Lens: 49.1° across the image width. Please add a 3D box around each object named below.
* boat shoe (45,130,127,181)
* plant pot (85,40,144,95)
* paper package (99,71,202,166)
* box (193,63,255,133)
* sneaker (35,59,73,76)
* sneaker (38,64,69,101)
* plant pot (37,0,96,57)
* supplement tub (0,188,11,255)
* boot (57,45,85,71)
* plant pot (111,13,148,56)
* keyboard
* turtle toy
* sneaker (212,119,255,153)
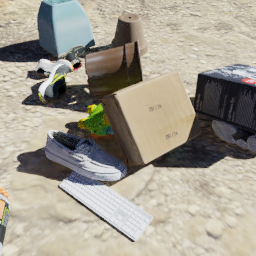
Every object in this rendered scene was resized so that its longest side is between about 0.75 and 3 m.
[{"bbox_3d":[-1.271,0.719,8.259,2.689,0.883,0.967,19,30,23],"label":"boat shoe"},{"bbox_3d":[-0.480,-2.183,10.820,2.089,2.110,2.110,-7,42,4],"label":"plant pot"},{"bbox_3d":[0.705,-0.303,8.444,2.349,2.239,1.215,-26,8,-27],"label":"paper package"},{"bbox_3d":[3.996,-1.117,9.306,2.699,1.405,2.457,-20,32,-39],"label":"box"},{"bbox_3d":[-3.255,-2.533,12.276,1.727,0.654,0.794,4,49,15],"label":"sneaker"},{"bbox_3d":[-2.783,-1.772,11.347,0.888,0.782,2.099,15,53,8],"label":"sneaker"},{"bbox_3d":[-3.175,-5.119,13.744,2.209,2.250,2.202,-27,44,-26],"label":"plant pot"},{"bbox_3d":[-3.359,2.246,6.578,0.995,0.995,1.624,-5,41,-5],"label":"supplement tub"},{"bbox_3d":[-2.387,-3.260,13.068,1.539,0.556,1.162,-35,54,-25],"label":"boot"},{"bbox_3d":[0.068,-4.605,13.739,1.898,1.655,1.898,0,43,0],"label":"plant pot"},{"bbox_3d":[-0.659,1.959,7.537,2.718,0.145,0.765,27,49,27],"label":"keyboard"},{"bbox_3d":[-0.721,-0.374,9.499,1.364,0.946,1.872,-9,36,31],"label":"turtle toy"},{"bbox_3d":[3.795,0.063,9.279,1.882,0.710,1.071,29,46,25],"label":"sneaker"}]
